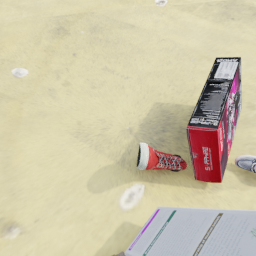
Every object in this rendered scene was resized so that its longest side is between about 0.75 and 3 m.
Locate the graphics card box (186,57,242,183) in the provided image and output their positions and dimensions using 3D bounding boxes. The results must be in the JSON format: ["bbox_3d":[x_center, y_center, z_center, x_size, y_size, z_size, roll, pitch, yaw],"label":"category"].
[{"bbox_3d":[2.237,-0.283,6.916,0.717,1.769,2.820,6,45,28],"label":"graphics card box"}]

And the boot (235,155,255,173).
[{"bbox_3d":[3.145,0.941,6.724,1.071,0.390,0.484,8,17,12],"label":"boot"}]

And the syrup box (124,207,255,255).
[{"bbox_3d":[1.239,2.027,4.249,1.175,2.984,1.215,47,64,-7],"label":"syrup box"}]

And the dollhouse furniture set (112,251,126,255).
[{"bbox_3d":[-0.066,3.141,4.781,1.029,0.795,2.059,-5,18,-29],"label":"dollhouse furniture set"}]

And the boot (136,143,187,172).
[{"bbox_3d":[0.802,0.734,6.409,1.176,1.631,0.591,10,85,7],"label":"boot"}]
